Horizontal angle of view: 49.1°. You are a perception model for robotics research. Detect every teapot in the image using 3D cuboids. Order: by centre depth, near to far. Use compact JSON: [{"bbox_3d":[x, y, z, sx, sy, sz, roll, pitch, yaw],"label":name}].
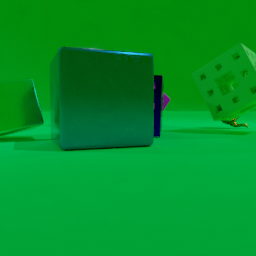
[{"bbox_3d":[3.018,-0.541,8.287,0.724,1.478,0.919,-30,-16,25],"label":"teapot"}]

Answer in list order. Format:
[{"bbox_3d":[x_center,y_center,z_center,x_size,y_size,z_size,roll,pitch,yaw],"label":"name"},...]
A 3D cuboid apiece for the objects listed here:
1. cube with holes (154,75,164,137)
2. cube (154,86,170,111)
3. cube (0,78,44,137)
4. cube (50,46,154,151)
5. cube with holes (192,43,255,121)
[{"bbox_3d":[0.139,-0.494,6.148,1.216,1.216,1.216,3,5,8],"label":"cube with holes"},{"bbox_3d":[0.470,-0.849,9.318,1.121,1.121,1.121,38,-12,-25],"label":"cube"},{"bbox_3d":[-2.154,-0.349,5.169,0.859,0.859,0.859,-15,2,-28],"label":"cube"},{"bbox_3d":[-0.483,-0.434,4.501,1.370,1.370,1.370,-1,4,-21],"label":"cube"},{"bbox_3d":[2.662,-1.054,6.944,1.303,1.303,1.303,-31,-16,34],"label":"cube with holes"}]
